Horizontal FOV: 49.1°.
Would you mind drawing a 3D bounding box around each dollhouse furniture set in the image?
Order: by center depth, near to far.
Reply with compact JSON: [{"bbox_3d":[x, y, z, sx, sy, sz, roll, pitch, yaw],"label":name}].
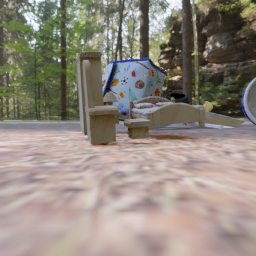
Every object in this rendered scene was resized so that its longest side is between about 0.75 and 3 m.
[{"bbox_3d":[0.392,-0.503,3.789,2.071,1.011,1.766,-5,9,-13],"label":"dollhouse furniture set"}]

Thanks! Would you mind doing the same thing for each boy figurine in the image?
[{"bbox_3d":[2.925,-0.621,11.857,1.381,0.445,0.859,-34,8,31],"label":"boy figurine"}]

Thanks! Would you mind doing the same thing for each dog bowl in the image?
[{"bbox_3d":[3.537,-0.659,6.796,1.413,1.413,0.557,0,1,13],"label":"dog bowl"}]

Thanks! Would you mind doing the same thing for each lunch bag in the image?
[{"bbox_3d":[-0.085,-0.728,5.561,1.346,1.144,0.833,8,-12,39],"label":"lunch bag"}]

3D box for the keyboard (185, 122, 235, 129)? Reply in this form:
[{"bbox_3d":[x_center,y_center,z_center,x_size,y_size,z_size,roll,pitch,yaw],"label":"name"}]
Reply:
[{"bbox_3d":[2.376,-0.078,8.289,0.492,0.093,1.749,5,4,-21],"label":"keyboard"}]

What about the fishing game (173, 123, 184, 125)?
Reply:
[{"bbox_3d":[1.523,-0.246,8.041,0.550,0.119,0.768,-46,19,-16],"label":"fishing game"}]

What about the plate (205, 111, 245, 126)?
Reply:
[{"bbox_3d":[2.986,-0.321,10.172,1.720,0.279,1.723,13,-1,-14],"label":"plate"}]

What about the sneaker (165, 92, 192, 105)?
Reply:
[{"bbox_3d":[1.136,-0.599,8.771,1.876,0.930,0.663,-9,24,24],"label":"sneaker"}]

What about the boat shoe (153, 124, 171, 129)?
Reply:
[{"bbox_3d":[0.800,-0.315,7.313,1.635,0.604,0.697,-14,3,-32],"label":"boat shoe"}]
